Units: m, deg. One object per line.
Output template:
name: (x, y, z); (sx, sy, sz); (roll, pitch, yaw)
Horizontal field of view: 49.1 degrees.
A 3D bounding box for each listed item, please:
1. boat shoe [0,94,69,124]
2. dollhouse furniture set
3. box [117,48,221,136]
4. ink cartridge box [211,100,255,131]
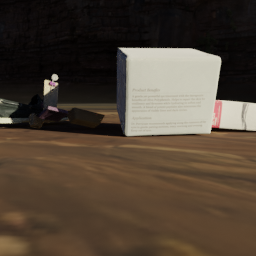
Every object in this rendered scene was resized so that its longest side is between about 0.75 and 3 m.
boat shoe: (-3.069, -0.629, 9.049); (2.837, 0.941, 1.060); (-4, 2, -39)
dollhouse furniture set: (-1.741, -0.672, 8.189); (1.816, 1.289, 1.439); (13, -27, -35)
box: (0.817, -1.009, 7.017); (2.107, 1.814, 2.118); (-2, 22, -8)
ink cartridge box: (2.838, -0.365, 7.681); (1.751, 0.725, 1.283); (5, 7, 1)
